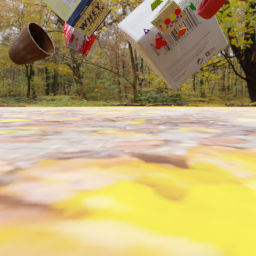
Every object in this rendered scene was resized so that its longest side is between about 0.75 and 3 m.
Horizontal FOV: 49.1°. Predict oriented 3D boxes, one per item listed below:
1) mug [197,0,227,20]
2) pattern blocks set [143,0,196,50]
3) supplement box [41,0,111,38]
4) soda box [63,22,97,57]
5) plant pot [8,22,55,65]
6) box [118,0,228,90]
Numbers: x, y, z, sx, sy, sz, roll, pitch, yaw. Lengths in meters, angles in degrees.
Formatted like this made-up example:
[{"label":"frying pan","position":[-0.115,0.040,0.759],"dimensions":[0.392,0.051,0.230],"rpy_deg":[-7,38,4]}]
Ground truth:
[{"label":"mug","position":[1.448,-2.133,3.637],"dimensions":[0.959,1.276,1.437],"rpy_deg":[-4,18,3]},{"label":"pattern blocks set","position":[1.174,-3.179,8.158],"dimensions":[1.591,1.398,0.129],"rpy_deg":[-32,38,19]},{"label":"supplement box","position":[-1.169,-2.695,5.922],"dimensions":[1.176,0.790,1.177],"rpy_deg":[42,14,6]},{"label":"soda box","position":[-1.631,-3.225,9.281],"dimensions":[0.731,0.807,2.306],"rpy_deg":[20,27,-26]},{"label":"plant pot","position":[-2.776,-2.220,7.808],"dimensions":[1.050,0.981,0.981],"rpy_deg":[-27,-5,20]},{"label":"box","position":[1.550,-3.299,9.935],"dimensions":[2.553,2.540,2.187],"rpy_deg":[44,8,-37]}]
